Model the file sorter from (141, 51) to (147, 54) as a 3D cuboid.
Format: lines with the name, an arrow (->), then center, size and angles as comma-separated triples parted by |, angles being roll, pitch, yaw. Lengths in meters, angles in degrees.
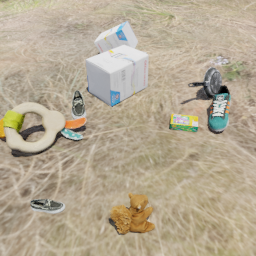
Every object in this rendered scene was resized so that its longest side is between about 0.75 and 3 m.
file sorter -> 0.463, -3.778, 15.222 | 0.962, 0.667, 0.599 | 21, 48, 22

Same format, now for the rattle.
rattle -> -3.355, 0.084, 10.892 | 2.921, 2.086, 1.901 | -11, 72, -36

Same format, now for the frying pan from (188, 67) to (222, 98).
frying pan -> 3.533, -2.138, 12.317 | 0.376, 1.396, 2.308 | 12, -4, 45

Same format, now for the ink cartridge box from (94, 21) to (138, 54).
ink cartridge box -> -0.631, -4.663, 15.221 | 1.800, 1.325, 1.302 | -15, 34, 28

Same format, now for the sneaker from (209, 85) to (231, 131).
sneaker -> 3.738, -0.863, 11.463 | 0.817, 0.915, 2.290 | 0, 42, 27

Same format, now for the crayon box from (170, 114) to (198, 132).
crayon box -> 2.261, -0.209, 11.306 | 1.102, 0.321, 0.654 | 6, 42, 7

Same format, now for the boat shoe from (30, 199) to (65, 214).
boat shoe -> -2.412, 2.309, 8.368 | 1.029, 0.328, 0.364 | 1, 41, 1

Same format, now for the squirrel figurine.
squirrel figurine -> 0.122, 2.345, 7.715 | 1.200, 1.120, 0.849 | -16, 43, -18

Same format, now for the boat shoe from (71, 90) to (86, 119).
boat shoe -> -2.168, -0.997, 12.050 | 0.609, 0.549, 1.723 | -8, 41, -9

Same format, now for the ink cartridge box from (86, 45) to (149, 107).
ink cartridge box -> -0.450, -2.476, 12.853 | 2.362, 1.739, 1.709 | -31, 49, -32
